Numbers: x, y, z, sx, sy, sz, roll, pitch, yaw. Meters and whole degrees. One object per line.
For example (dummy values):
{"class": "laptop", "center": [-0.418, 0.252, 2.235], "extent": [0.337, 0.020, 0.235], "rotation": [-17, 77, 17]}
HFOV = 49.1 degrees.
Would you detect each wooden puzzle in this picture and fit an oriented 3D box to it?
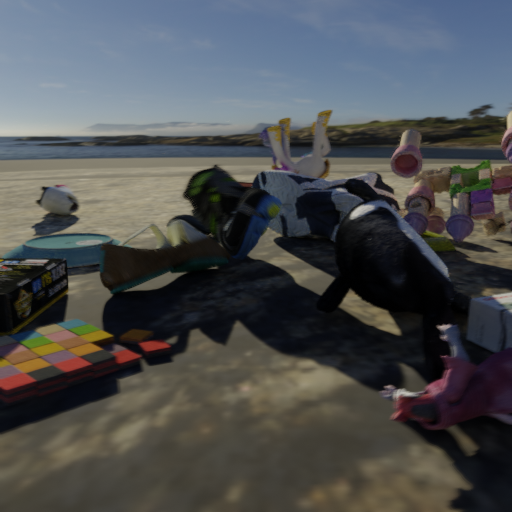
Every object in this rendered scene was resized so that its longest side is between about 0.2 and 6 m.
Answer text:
{"class": "wooden puzzle", "center": [-1.877, 0.902, 5.096], "extent": [2.054, 0.144, 1.218], "rotation": [-12, 17, -43]}

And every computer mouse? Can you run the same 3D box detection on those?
{"class": "computer mouse", "center": [-1.188, -0.635, 11.319], "extent": [1.250, 0.329, 0.865], "rotation": [9, 16, 3]}

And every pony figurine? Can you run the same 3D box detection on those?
{"class": "pony figurine", "center": [1.002, -2.059, 14.147], "extent": [2.618, 2.712, 2.259], "rotation": [-19, 24, -10]}

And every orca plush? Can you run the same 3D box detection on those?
{"class": "orca plush", "center": [1.368, 0.394, 6.151], "extent": [2.022, 1.366, 3.844], "rotation": [43, 15, -13]}

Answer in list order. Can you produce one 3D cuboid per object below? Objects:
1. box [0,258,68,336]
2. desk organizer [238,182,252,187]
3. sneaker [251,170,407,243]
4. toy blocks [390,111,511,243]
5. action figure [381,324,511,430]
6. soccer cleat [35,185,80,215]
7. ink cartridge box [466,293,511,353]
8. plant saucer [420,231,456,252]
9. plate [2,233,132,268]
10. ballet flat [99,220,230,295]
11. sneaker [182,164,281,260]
{"class": "box", "center": [-3.495, 0.420, 6.480], "extent": [2.095, 0.517, 1.673], "rotation": [0, 11, 1]}
{"class": "desk organizer", "center": [-0.496, -1.814, 16.398], "extent": [1.766, 0.633, 0.680], "rotation": [8, 17, 33]}
{"class": "sneaker", "center": [1.595, -1.083, 11.507], "extent": [2.118, 1.299, 3.255], "rotation": [-10, 16, -44]}
{"class": "toy blocks", "center": [3.830, -0.847, 9.927], "extent": [2.455, 2.627, 2.212], "rotation": [-7, 37, 27]}
{"class": "action figure", "center": [1.452, 1.026, 3.922], "extent": [1.208, 0.809, 0.899], "rotation": [-11, 49, -26]}
{"class": "soccer cleat", "center": [-4.986, -1.367, 14.504], "extent": [0.936, 0.757, 2.168], "rotation": [24, 5, -9]}
{"class": "ink cartridge box", "center": [2.662, 0.707, 5.233], "extent": [0.807, 0.465, 1.106], "rotation": [-5, 13, -21]}
{"class": "plant saucer", "center": [2.985, -0.284, 10.292], "extent": [0.989, 0.237, 0.991], "rotation": [-3, 13, -14]}
{"class": "plate", "center": [-3.202, -0.148, 9.605], "extent": [2.162, 0.276, 2.162], "rotation": [-1, 11, 0]}
{"class": "ballet flat", "center": [-1.253, -0.074, 7.838], "extent": [2.204, 0.797, 0.747], "rotation": [-15, -5, -45]}
{"class": "sneaker", "center": [-0.572, -0.806, 9.356], "extent": [1.325, 1.133, 3.197], "rotation": [36, -2, -21]}
